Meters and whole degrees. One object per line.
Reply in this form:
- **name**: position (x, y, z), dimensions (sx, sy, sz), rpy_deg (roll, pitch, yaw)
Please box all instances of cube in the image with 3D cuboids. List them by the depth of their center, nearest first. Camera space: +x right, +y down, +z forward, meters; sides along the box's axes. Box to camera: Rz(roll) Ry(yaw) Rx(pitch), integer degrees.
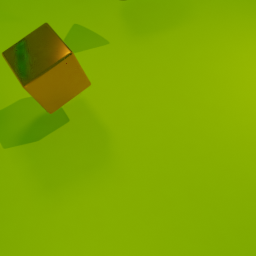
- **cube**: position (-1.917, -1.405, 6.755), dimensions (1.304, 1.304, 1.304), rpy_deg (-37, 63, -5)
